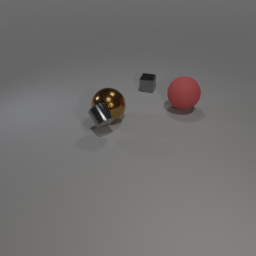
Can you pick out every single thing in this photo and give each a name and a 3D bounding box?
[{"bbox_3d":[-0.787,-0.929,11.342,1.400,1.400,1.400,0,32,0],"label":"ball"},{"bbox_3d":[2.379,-1.492,11.921,1.400,1.400,1.400,0,32,0],"label":"ball"},{"bbox_3d":[1.000,-2.259,14.052,0.700,0.700,0.700,10,40,16],"label":"cube"},{"bbox_3d":[-0.988,-0.450,10.252,0.700,0.700,0.700,-24,75,-33],"label":"cylinder"}]
